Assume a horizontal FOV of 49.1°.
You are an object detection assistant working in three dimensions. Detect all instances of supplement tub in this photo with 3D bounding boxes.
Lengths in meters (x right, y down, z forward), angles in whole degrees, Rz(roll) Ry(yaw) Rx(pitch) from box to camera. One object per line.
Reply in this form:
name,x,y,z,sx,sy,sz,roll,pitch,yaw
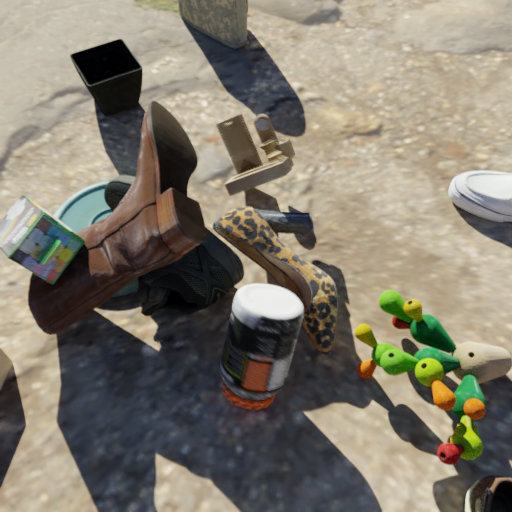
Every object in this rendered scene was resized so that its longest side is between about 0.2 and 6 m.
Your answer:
supplement tub,0.043,1.408,8.619,1.073,1.751,1.073,11,24,-5

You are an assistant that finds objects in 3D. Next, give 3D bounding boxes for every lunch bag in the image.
lunch bag,-0.946,-6.576,14.075,1.352,1.886,2.300,-33,62,-20

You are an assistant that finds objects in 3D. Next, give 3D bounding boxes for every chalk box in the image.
chalk box,-3.440,-0.219,8.944,0.897,0.892,1.442,-53,43,-7

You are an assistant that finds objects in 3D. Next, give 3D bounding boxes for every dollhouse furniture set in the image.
dollhouse furniture set,-0.132,-2.061,10.671,1.482,1.269,1.558,-17,16,23

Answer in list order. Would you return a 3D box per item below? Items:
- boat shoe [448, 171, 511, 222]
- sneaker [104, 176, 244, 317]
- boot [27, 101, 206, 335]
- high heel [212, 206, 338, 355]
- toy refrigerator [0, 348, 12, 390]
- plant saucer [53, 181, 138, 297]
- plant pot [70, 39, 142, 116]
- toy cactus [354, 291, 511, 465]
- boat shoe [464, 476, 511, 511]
boat shoe,5.490,-1.286,10.969,3.157,1.054,1.161,11,56,7
sneaker,-1.831,-0.129,9.790,3.022,1.155,1.731,42,56,7
boot,-2.597,-0.657,9.619,3.512,1.128,3.273,-31,49,24
high heel,0.296,0.428,9.450,1.921,0.962,2.695,0,65,-28
toy refrigerator,-4.544,2.274,8.794,0.594,0.645,1.699,9,57,6
plant saucer,-2.758,-0.493,10.856,2.786,0.382,2.786,0,55,0
plant pot,-3.311,-3.981,12.779,1.264,1.121,1.261,-26,60,-16
toy cactus,2.950,1.830,8.800,2.424,1.502,2.937,3,35,-25
boat shoe,3.240,4.280,7.170,1.052,1.054,2.848,1,56,1
